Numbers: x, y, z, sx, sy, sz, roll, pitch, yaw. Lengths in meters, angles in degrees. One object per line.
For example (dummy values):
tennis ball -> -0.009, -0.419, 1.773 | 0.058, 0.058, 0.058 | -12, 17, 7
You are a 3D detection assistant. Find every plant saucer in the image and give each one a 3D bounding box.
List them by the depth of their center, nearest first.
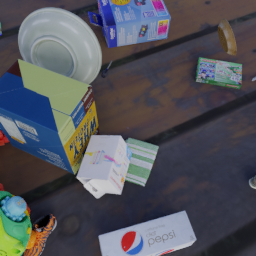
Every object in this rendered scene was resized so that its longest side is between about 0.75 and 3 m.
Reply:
plant saucer -> -2.214, -2.245, 8.714 | 2.740, 2.740, 0.688 | 10, 40, 6
plant saucer -> 3.329, -3.043, 9.531 | 0.229, 1.296, 1.296 | -20, 58, 10

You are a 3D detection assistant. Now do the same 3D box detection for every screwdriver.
screwdriver -> -0.696, -2.044, 9.612 | 0.195, 0.204, 1.400 | 26, 31, -8

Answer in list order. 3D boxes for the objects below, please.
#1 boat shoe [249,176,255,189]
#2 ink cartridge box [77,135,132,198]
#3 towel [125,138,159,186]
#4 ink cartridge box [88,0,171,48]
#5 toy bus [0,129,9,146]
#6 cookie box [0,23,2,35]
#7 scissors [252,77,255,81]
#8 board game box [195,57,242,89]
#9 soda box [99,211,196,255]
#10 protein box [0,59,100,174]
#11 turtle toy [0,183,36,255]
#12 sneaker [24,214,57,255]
boat shoe -> 4.004, 1.511, 7.791 | 1.149, 0.343, 0.410 | 2, 58, 1
ink cartridge box -> -0.618, 1.071, 7.561 | 0.937, 0.962, 1.496 | -1, 56, 24
towel -> 0.232, 0.971, 8.257 | 1.023, 0.157, 1.342 | 16, 58, 10
ink cartridge box -> -0.038, -4.336, 11.076 | 2.934, 1.120, 2.002 | -12, 58, -5
toy bus -> -4.426, 0.522, 7.957 | 2.013, 1.423, 2.097 | -6, 59, -23
cookie box -> -5.527, -4.055, 11.351 | 0.674, 0.296, 0.788 | -15, 59, -9
scissors -> 5.695, -2.327, 10.305 | 1.066, 0.203, 2.914 | 38, 63, 19
board game box -> 3.275, -1.988, 10.083 | 1.559, 0.227, 1.049 | 11, 57, 7
soda box -> 0.448, 2.736, 6.802 | 2.208, 0.703, 0.752 | -13, 59, -8
protein box -> -2.216, -0.240, 7.729 | 2.292, 2.309, 1.558 | 22, 60, 13
turtle toy -> -3.229, 2.097, 6.576 | 2.841, 2.071, 1.436 | 19, 37, 33
sneaker -> -2.235, 2.644, 6.877 | 0.465, 0.672, 1.199 | 19, 59, 11
